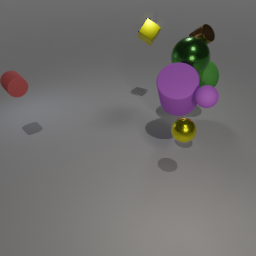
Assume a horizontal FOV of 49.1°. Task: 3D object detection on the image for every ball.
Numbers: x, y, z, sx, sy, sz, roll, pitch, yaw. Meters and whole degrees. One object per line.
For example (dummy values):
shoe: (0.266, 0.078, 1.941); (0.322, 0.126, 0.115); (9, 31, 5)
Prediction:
ball: (2.993, -2.117, 11.454); (1.400, 1.400, 1.400); (0, 31, 0)
ball: (1.559, 0.059, 7.806); (0.700, 0.700, 0.700); (0, 31, 0)
ball: (2.402, -0.952, 8.538); (0.700, 0.700, 0.700); (0, 31, 0)
ball: (2.272, -2.592, 10.197); (1.400, 1.400, 1.400); (0, 31, 0)

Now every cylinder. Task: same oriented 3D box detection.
cylinder: (-3.848, -1.489, 9.470); (0.700, 0.700, 0.700); (-23, 44, -33)
cylinder: (1.761, -1.324, 9.813); (1.400, 1.400, 1.400); (-4, 68, 11)
cylinder: (2.777, -3.437, 10.569); (0.700, 0.700, 0.700); (-25, 3, -35)

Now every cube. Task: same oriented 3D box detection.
cube: (0.895, -4.045, 11.880); (0.700, 0.700, 0.700); (34, -2, 1)
